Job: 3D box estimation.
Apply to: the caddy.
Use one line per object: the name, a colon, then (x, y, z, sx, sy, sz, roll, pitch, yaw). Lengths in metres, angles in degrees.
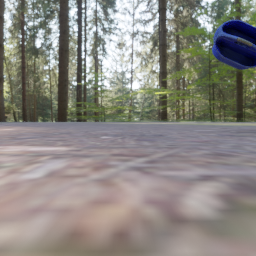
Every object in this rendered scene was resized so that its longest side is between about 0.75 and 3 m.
caddy: (2.490, -1.825, 6.209, 1.254, 0.886, 0.658, 25, 2, 3)
